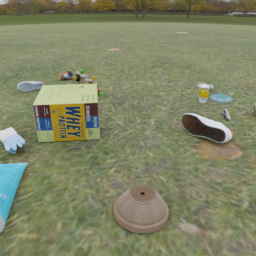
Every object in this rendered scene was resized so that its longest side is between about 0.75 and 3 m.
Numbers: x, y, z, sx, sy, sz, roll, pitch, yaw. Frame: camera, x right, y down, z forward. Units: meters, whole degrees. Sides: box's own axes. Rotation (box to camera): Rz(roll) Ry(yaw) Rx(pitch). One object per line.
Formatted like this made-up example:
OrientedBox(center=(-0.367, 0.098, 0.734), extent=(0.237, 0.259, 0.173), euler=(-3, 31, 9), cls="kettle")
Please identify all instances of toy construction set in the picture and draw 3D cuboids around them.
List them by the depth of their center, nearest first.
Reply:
OrientedBox(center=(-2.170, -2.444, 14.667), extent=(1.575, 1.451, 1.889), euler=(-4, 27, -9), cls="toy construction set")

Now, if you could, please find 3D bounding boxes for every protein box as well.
OrientedBox(center=(-2.292, -0.662, 11.035), extent=(2.254, 1.521, 2.238), euler=(-3, 27, -6), cls="protein box")

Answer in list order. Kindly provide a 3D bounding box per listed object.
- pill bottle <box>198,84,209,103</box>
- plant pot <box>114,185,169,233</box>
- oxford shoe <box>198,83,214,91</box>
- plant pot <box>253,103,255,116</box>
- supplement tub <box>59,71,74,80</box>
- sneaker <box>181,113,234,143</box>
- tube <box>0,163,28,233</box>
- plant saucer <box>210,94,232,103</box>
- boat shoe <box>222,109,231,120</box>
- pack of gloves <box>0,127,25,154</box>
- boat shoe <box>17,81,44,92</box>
OrientedBox(center=(3.743, -1.691, 13.874), extent=(0.476, 0.843, 0.476), euler=(0, 27, 0), cls="pill bottle")
OrientedBox(center=(0.335, 1.863, 6.941), extent=(1.378, 0.636, 1.378), euler=(2, 27, -1), cls="plant pot")
OrientedBox(center=(4.370, -2.312, 15.769), extent=(0.304, 0.395, 1.051), euler=(32, -7, -40), cls="oxford shoe")
OrientedBox(center=(6.015, -0.877, 12.350), extent=(0.814, 0.938, 0.938), euler=(-10, 23, 18), cls="plant pot")
OrientedBox(center=(-3.835, -3.258, 17.399), extent=(0.817, 0.501, 0.501), euler=(-10, 28, -20), cls="supplement tub")
OrientedBox(center=(3.026, 0.022, 10.759), extent=(0.894, 0.769, 2.112), euler=(-3, 26, -43), cls="sneaker")
OrientedBox(center=(-3.431, 1.631, 7.506), extent=(1.096, 0.713, 2.830), euler=(3, 22, -14), cls="tube")
OrientedBox(center=(4.781, -1.549, 14.382), extent=(1.084, 0.149, 1.084), euler=(-1, 27, 0), cls="plant saucer")
OrientedBox(center=(4.331, -0.554, 12.376), extent=(0.261, 0.302, 0.832), euler=(-36, 19, 28), cls="boat shoe")
OrientedBox(center=(-4.609, 0.700, 9.814), extent=(1.732, 0.407, 2.062), euler=(-24, 28, -29), cls="pack of gloves")
OrientedBox(center=(-5.445, -2.312, 15.590), extent=(1.507, 0.554, 0.503), euler=(-8, 16, -42), cls="boat shoe")
